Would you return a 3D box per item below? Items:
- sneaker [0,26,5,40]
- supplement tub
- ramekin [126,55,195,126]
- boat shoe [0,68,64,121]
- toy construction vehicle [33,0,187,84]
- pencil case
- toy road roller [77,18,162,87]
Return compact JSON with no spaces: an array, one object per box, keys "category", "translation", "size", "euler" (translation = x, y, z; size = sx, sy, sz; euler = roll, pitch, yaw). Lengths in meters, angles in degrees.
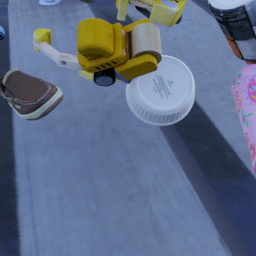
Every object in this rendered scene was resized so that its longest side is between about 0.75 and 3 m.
[{"category":"sneaker","translation":[-2.836,-1.594,5.244],"size":[1.302,0.457,0.507],"euler":[-32,95,-49]},{"category":"supplement tub","translation":[2.942,-2.515,6.566],"size":[1.409,2.299,1.409],"euler":[-20,55,30]},{"category":"ramekin","translation":[0.737,-0.854,6.108],"size":[1.565,0.729,1.565],"euler":[0,78,-1]},{"category":"boat shoe","translation":[-2.194,-0.758,5.765],"size":[2.381,0.881,0.879],"euler":[10,55,51]},{"category":"toy construction vehicle","translation":[-0.488,-1.794,4.921],"size":[2.549,2.219,0.898],"euler":[23,54,0]},{"category":"pencil case","translation":[1.837,-0.133,3.734],"size":[0.692,0.692,1.583],"euler":[1,51,1]},{"category":"toy road roller","translation":[-0.158,-0.957,3.266],"size":[0.989,0.722,0.608],"euler":[-13,67,25]}]
